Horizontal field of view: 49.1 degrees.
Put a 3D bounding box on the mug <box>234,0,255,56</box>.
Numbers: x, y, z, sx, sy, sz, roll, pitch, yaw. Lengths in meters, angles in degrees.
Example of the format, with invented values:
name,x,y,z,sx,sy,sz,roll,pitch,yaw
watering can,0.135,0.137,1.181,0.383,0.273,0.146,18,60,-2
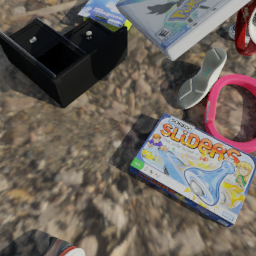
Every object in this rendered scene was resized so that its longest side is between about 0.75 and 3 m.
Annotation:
name,x,y,z,sx,sy,sz,roll,pitch,yaw
mug,2.648,-2.573,5.651,1.277,1.699,1.914,32,41,-33

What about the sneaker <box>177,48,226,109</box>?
name,x,y,z,sx,sy,sz,roll,pitch,yaw
sneaker,2.240,-1.339,8.306,0.724,0.825,2.060,37,87,26

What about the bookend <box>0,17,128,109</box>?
name,x,y,z,sx,sy,sz,roll,pitch,yaw
bookend,-1.941,-2.545,8.656,2.799,1.297,2.817,40,67,20

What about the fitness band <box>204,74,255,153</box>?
name,x,y,z,sx,sy,sz,roll,pitch,yaw
fitness band,3.143,-0.451,7.979,1.796,0.468,2.501,16,62,6

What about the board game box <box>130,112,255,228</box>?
name,x,y,z,sx,sy,sz,roll,pitch,yaw
board game box,1.679,0.960,7.120,2.725,0.470,1.845,27,64,15

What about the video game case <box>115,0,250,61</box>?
name,x,y,z,sx,sy,sz,roll,pitch,yaw
video game case,1.240,-2.684,5.229,2.629,0.289,2.396,-38,47,7

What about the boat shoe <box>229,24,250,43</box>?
name,x,y,z,sx,sy,sz,roll,pitch,yaw
boat shoe,4.742,-3.423,9.422,2.500,0.828,0.874,4,60,2

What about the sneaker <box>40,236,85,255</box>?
name,x,y,z,sx,sy,sz,roll,pitch,yaw
sneaker,-2.049,3.427,5.575,1.120,1.054,2.736,22,55,33

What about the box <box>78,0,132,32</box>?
name,x,y,z,sx,sy,sz,roll,pitch,yaw
box,-0.414,-4.498,10.129,1.695,0.662,2.780,21,62,11
